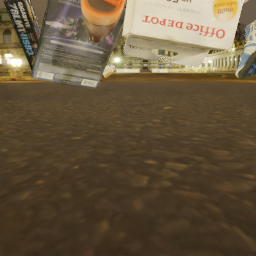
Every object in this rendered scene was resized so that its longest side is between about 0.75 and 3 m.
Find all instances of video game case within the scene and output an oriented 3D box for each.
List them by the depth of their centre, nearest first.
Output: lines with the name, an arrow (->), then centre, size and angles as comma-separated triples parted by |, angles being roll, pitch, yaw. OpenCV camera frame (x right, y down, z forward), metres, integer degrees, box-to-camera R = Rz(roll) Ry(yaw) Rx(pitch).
video game case -> -1.323, -2.229, 7.400 | 1.934, 2.707, 0.257 | 6, 46, -26

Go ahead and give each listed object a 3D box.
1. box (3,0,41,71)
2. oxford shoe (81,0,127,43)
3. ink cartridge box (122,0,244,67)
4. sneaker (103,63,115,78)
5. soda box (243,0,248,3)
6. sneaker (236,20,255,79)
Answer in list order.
box -> -3.110, -3.268, 8.599 | 0.570, 2.296, 2.278 | -14, 46, -6
oxford shoe -> -0.231, -2.019, 3.837 | 0.664, 1.864, 0.679 | 20, -23, -4
ink cartridge box -> 1.004, -2.669, 5.213 | 1.861, 2.895, 1.813 | 7, 15, -7
sneaker -> -0.883, -2.412, 10.889 | 0.549, 0.636, 1.452 | -39, 17, 7
soda box -> 2.751, -3.489, 7.144 | 1.992, 0.678, 0.634 | -33, 2, -12
sneaker -> 1.555, -1.021, 3.350 | 0.347, 0.916, 0.353 | 11, 24, -47
